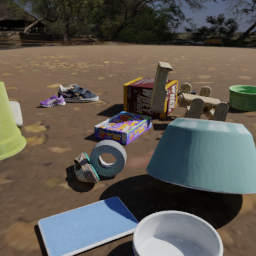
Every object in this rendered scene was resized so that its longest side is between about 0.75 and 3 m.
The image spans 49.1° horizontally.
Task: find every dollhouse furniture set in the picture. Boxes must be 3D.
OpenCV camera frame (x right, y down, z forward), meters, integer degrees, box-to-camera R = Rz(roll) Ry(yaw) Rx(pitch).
[{"bbox_3d":[2.451,-1.470,11.357,2.800,1.822,2.572,9,22,-2],"label":"dollhouse furniture set"}]

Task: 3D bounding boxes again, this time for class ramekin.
[{"bbox_3d":[6.038,-1.523,14.185,1.852,0.905,1.852,0,21,0],"label":"ramekin"}]

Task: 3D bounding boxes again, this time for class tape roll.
[{"bbox_3d":[-0.562,0.859,7.896,1.012,1.012,0.334,2,22,5],"label":"tape roll"}]

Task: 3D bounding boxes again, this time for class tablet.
[{"bbox_3d":[-0.825,2.077,5.975,1.940,0.132,1.262,-12,24,-25],"label":"tablet"}]

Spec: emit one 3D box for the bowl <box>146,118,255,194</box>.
[{"bbox_3d":[1.902,0.541,6.915,2.793,1.461,2.793,6,2,0],"label":"bowl"}]

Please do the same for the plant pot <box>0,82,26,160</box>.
[{"bbox_3d":[-4.842,-0.362,9.307,2.479,2.279,2.479,0,22,0],"label":"plant pot"}]

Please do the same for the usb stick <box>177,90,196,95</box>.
[{"bbox_3d":[3.199,-2.065,16.497,1.558,0.254,0.432,-1,21,-4],"label":"usb stick"}]

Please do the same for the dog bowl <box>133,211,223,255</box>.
[{"bbox_3d":[0.854,2.203,4.983,1.546,0.609,1.546,0,21,0],"label":"dog bowl"}]

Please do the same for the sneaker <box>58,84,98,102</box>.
[{"bbox_3d":[-2.727,-1.889,15.220,2.224,0.883,0.872,2,20,0],"label":"sneaker"}]

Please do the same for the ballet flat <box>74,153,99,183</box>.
[{"bbox_3d":[-1.216,1.208,7.869,0.530,0.536,1.576,-27,22,-10],"label":"ballet flat"}]

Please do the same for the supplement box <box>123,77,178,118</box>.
[{"bbox_3d":[1.126,-1.526,13.550,2.069,1.374,2.041,9,23,23],"label":"supplement box"}]

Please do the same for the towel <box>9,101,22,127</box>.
[{"bbox_3d":[-5.470,-0.603,12.060,1.626,0.423,2.454,-1,25,-24],"label":"towel"}]

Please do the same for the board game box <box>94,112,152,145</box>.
[{"bbox_3d":[-0.135,-0.052,11.000,1.406,0.468,2.091,11,24,27],"label":"board game box"}]

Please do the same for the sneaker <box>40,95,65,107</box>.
[{"bbox_3d":[-3.888,-1.414,14.398,1.275,0.564,0.513,-11,25,-22],"label":"sneaker"}]
